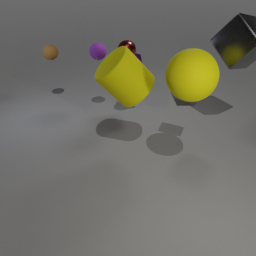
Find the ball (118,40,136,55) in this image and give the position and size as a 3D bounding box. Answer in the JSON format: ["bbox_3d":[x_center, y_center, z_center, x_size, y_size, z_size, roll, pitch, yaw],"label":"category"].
[{"bbox_3d":[-0.045,-2.891,10.372,0.700,0.700,0.700,0,31,0],"label":"ball"}]

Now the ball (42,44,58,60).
[{"bbox_3d":[-3.514,-3.431,12.705,0.700,0.700,0.700,0,31,0],"label":"ball"}]

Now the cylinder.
[{"bbox_3d":[-0.106,-1.615,8.936,1.400,1.400,1.400,-34,33,26],"label":"cylinder"}]

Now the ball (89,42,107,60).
[{"bbox_3d":[-1.222,-3.113,11.380,0.700,0.700,0.700,0,31,0],"label":"ball"}]

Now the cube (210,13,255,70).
[{"bbox_3d":[4.224,-3.157,10.339,1.400,1.400,1.400,-14,70,-42],"label":"cube"}]

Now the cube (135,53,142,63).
[{"bbox_3d":[0.105,-2.555,11.254,0.700,0.700,0.700,9,50,-21],"label":"cube"}]

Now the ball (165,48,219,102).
[{"bbox_3d":[1.702,-1.403,7.481,1.400,1.400,1.400,0,31,0],"label":"ball"}]

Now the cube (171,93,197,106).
[{"bbox_3d":[1.975,-1.239,9.550,0.700,0.700,0.700,4,52,38],"label":"cube"}]
